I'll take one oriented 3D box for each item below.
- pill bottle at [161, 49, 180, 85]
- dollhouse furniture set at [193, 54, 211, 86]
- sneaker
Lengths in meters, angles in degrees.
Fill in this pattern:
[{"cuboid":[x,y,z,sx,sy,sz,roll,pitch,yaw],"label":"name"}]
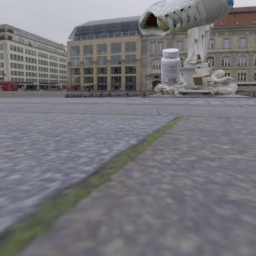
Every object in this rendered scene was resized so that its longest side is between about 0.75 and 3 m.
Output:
[{"cuboid":[1.956,-2.807,12.859,0.858,1.514,0.858,-3,26,1],"label":"pill bottle"},{"cuboid":[2.905,-2.306,10.904,0.624,1.205,0.533,1,-27,21],"label":"dollhouse furniture set"},{"cuboid":[1.189,-2.450,6.080,0.937,0.888,2.320,-45,29,-21],"label":"sneaker"}]
